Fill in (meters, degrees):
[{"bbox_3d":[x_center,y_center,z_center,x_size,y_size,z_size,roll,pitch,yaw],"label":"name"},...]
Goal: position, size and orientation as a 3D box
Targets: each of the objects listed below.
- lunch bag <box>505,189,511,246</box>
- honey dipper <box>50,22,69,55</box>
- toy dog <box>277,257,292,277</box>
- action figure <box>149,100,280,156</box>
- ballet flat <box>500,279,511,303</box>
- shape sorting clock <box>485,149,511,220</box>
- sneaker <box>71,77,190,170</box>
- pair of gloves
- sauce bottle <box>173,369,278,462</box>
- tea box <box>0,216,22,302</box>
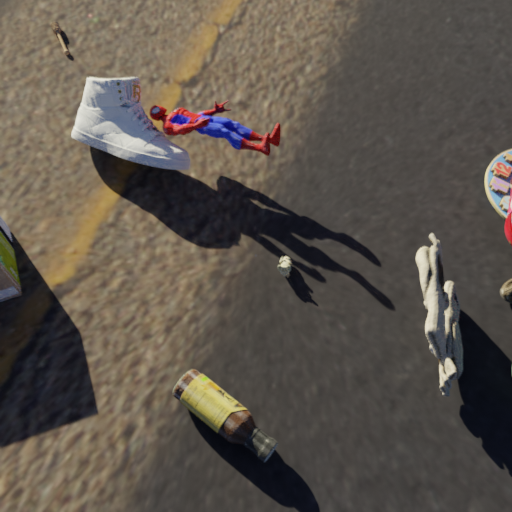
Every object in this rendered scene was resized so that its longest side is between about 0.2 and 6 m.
[{"bbox_3d":[5.689,-0.922,9.481,2.455,1.142,2.787,25,63,0],"label":"lunch bag"},{"bbox_3d":[-4.406,-4.900,12.638,0.194,0.194,1.024,-23,64,-13],"label":"honey dipper"},{"bbox_3d":[0.519,0.158,9.663,0.231,0.321,0.331,-6,39,16],"label":"toy dog"},{"bbox_3d":[-0.843,-2.416,10.274,2.538,0.656,0.830,13,40,19],"label":"action figure"},{"bbox_3d":[4.844,0.404,9.433,1.583,0.367,0.533,-14,59,-13],"label":"ballet flat"},{"bbox_3d":[5.241,-1.222,10.392,1.975,0.387,1.975,0,60,0],"label":"shape sorting clock"},{"bbox_3d":[-2.258,-2.563,10.467,2.511,0.925,1.451,21,106,13],"label":"sneaker"},{"bbox_3d":[2.689,0.885,8.243,0.377,2.153,1.830,-8,52,25],"label":"pair of gloves"},{"bbox_3d":[-0.445,2.365,8.256,1.694,0.548,0.548,35,66,16],"label":"sauce bottle"},{"bbox_3d":[-4.929,0.063,9.273,1.544,1.031,1.519,-17,61,-10],"label":"tea box"}]
